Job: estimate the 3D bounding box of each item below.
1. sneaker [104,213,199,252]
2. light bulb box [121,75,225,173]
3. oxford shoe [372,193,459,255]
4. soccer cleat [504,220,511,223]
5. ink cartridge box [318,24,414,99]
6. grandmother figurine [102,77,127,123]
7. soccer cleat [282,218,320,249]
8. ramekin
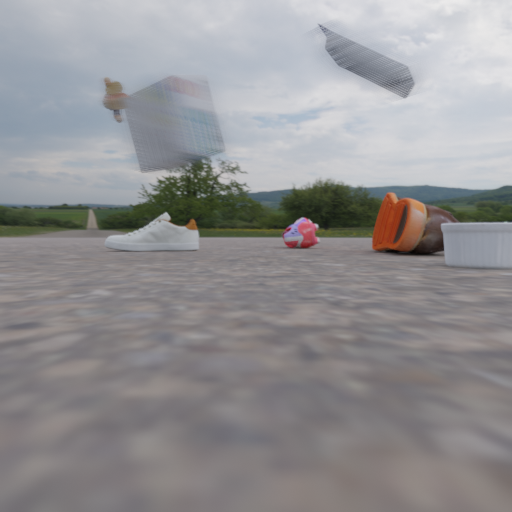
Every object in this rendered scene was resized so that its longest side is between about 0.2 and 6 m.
[{"bbox_3d":[-2.219,-0.500,11.924,1.961,0.830,0.714,-2,4,-13],"label":"sneaker"},{"bbox_3d":[-1.230,-1.944,8.318,1.182,1.172,0.738,-8,9,39],"label":"light bulb box"},{"bbox_3d":[3.010,-0.495,10.744,1.207,1.180,3.310,13,10,0],"label":"oxford shoe"},{"bbox_3d":[5.379,-0.400,12.272,0.869,0.724,2.143,-10,-2,-13],"label":"soccer cleat"},{"bbox_3d":[1.348,-2.476,7.142,1.338,0.262,0.666,36,12,21],"label":"ink cartridge box"},{"bbox_3d":[-2.925,-3.218,11.568,0.454,0.909,1.499,-6,16,-16],"label":"grandmother figurine"},{"bbox_3d":[1.049,-0.561,14.629,0.915,0.798,2.393,-6,5,-3],"label":"soccer cleat"},{"bbox_3d":[2.619,-0.118,6.314,1.028,0.501,1.028,1,3,0],"label":"ramekin"}]
